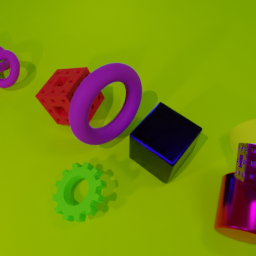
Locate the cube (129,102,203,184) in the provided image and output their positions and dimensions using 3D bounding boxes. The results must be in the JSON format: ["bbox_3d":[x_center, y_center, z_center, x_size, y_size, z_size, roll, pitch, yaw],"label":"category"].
[{"bbox_3d":[0.846,0.372,6.685,1.198,1.198,1.198,35,65,19],"label":"cube"}]

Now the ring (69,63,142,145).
[{"bbox_3d":[-0.460,-0.511,6.499,2.067,2.067,0.413,-42,55,-18],"label":"ring"}]

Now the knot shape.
[{"bbox_3d":[-3.884,-1.881,8.024,1.651,0.763,1.545,-6,55,-6],"label":"knot shape"}]

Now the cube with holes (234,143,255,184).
[{"bbox_3d":[2.529,0.682,5.356,0.712,0.712,0.712,7,89,8],"label":"cube with holes"}]

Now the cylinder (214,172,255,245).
[{"bbox_3d":[2.569,1.737,6.039,1.220,1.220,1.220,16,64,8],"label":"cylinder"}]

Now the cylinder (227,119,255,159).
[{"bbox_3d":[3.090,0.459,6.775,1.051,1.051,1.051,-9,64,-4],"label":"cylinder"}]

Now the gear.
[{"bbox_3d":[-1.128,1.451,6.412,1.320,0.244,1.320,-13,60,24],"label":"gear"}]

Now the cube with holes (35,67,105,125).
[{"bbox_3d":[-1.438,-0.788,7.129,1.038,1.038,1.038,4,51,32],"label":"cube with holes"}]
